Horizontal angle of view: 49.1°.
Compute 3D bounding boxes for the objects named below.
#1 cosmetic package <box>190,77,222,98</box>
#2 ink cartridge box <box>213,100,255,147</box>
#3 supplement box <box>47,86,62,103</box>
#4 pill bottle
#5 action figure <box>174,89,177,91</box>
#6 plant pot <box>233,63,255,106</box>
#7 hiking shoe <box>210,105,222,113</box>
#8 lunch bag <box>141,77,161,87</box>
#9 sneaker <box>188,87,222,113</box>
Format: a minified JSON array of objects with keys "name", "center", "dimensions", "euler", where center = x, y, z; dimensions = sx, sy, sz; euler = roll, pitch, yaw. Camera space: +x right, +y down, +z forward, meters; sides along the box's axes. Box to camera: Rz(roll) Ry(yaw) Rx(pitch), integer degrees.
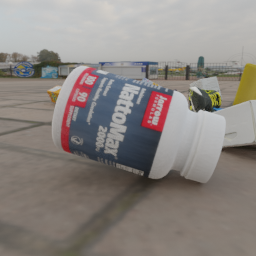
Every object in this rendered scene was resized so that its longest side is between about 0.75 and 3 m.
[{"name":"cosmetic package","center":[3.825,-1.781,13.796],"dimensions":[0.992,1.186,0.986],"euler":[-14,-2,-23]},{"name":"ink cartridge box","center":[3.092,-0.102,6.307],"dimensions":[2.038,0.892,1.481],"euler":[-6,-7,-19]},{"name":"supplement box","center":[-3.370,-1.684,14.575],"dimensions":[0.789,0.763,2.294],"euler":[-33,27,-25]},{"name":"pill bottle","center":[0.196,-0.008,4.665],"dimensions":[2.510,1.501,1.501],"euler":[16,14,6]},{"name":"action figure","center":[1.459,-1.429,14.085],"dimensions":[2.281,0.791,1.484],"euler":[-5,19,-5]},{"name":"plant pot","center":[5.148,-1.274,10.135],"dimensions":[1.762,1.762,1.554],"euler":[12,14,-5]},{"name":"hiking shoe","center":[3.032,-0.283,8.080],"dimensions":[1.416,0.614,0.527],"euler":[22,-19,26]},{"name":"lunch bag","center":[1.045,-1.417,12.355],"dimensions":[1.178,0.883,1.389],"euler":[30,-17,21]},{"name":"sneaker","center":[2.788,-1.035,9.966],"dimensions":[1.151,1.013,2.720],"euler":[-11,5,9]}]
